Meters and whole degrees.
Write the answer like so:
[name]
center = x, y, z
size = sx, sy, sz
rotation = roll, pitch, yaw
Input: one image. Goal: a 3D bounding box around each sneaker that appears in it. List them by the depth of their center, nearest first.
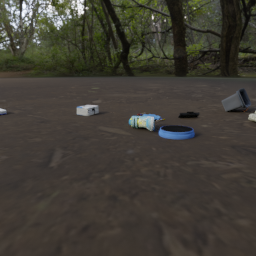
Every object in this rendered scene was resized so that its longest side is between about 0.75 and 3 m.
[sneaker]
center = 0.427, -0.147, 8.905
size = 0.764, 0.465, 1.170
rotation = 1, 3, -5

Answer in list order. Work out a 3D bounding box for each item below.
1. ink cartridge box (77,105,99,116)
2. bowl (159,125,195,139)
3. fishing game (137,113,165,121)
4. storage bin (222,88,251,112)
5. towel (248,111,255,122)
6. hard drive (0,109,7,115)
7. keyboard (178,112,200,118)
[ink cartridge box]
center = -1.693, -0.753, 11.796
size = 0.577, 0.333, 0.796
rotation = 7, 14, 27
[bowl]
center = 1.436, 0.110, 8.301
size = 1.048, 0.206, 1.048
rotation = 0, 13, 0
[fishing game]
center = 0.896, -0.400, 10.709
size = 1.006, 0.156, 0.721
rotation = 18, 21, 34
[storage bin]
center = 4.840, -1.129, 12.513
size = 0.901, 0.977, 1.342
rotation = -25, -3, 35
[towel]
center = 6.116, -0.308, 9.456
size = 2.850, 0.511, 2.960
rotation = -5, 13, -19
[hard drive]
center = -5.910, -0.624, 11.588
size = 1.389, 0.176, 0.916
rotation = -12, 18, -43
[keyboard]
center = 2.378, -0.506, 10.879
size = 0.781, 0.100, 0.469
rotation = -2, -26, -6
